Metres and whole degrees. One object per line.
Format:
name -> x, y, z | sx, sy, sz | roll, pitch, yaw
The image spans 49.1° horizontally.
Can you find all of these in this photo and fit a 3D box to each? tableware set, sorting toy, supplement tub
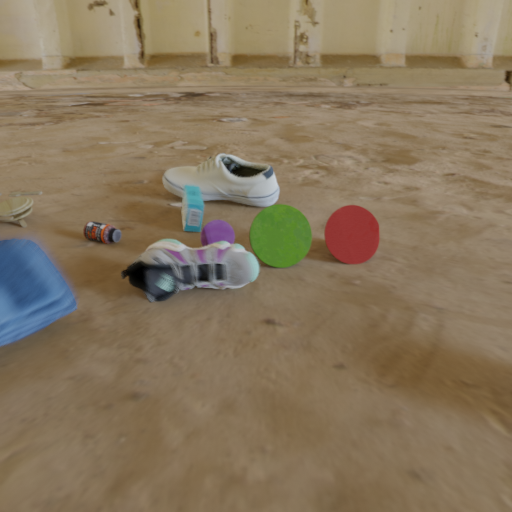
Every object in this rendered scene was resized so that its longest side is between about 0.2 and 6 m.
tableware set -> -6.067, -0.999, 12.957 | 2.039, 0.409, 1.348 | 0, 33, 15
sorting toy -> 0.599, -0.356, 10.860 | 3.381, 1.172, 1.165 | -1, -2, -9
supplement tub -> -3.167, -0.474, 11.584 | 0.760, 0.406, 0.406 | 10, 24, 25

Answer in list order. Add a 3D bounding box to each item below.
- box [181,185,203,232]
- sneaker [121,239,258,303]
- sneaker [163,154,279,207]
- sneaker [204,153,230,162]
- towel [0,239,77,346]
box -> -1.467, -1.097, 12.782 | 0.388, 0.650, 1.579 | 4, 21, -11
sneaker -> -1.176, 0.358, 9.050 | 2.183, 0.849, 1.527 | 2, 22, 28
sneaker -> -0.921, -2.055, 14.086 | 3.110, 1.101, 1.136 | 7, 42, 15
sneaker -> -1.425, -2.342, 15.718 | 0.798, 0.866, 2.164 | 17, 30, 31
towel -> -3.769, 0.613, 7.388 | 0.628, 1.444, 2.587 | -41, -7, 37
